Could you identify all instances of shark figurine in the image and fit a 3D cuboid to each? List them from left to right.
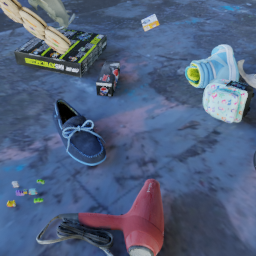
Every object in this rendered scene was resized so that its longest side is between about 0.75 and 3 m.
[{"bbox_3d":[-2.107,-3.754,8.162,1.710,2.861,1.194,34,90,28],"label":"shark figurine"}]

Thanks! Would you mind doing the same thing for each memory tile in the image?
[{"bbox_3d":[-2.836,-2.979,7.520,0.242,2.883,2.210,-56,20,-2],"label":"memory tile"}]

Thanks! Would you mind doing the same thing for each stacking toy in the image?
[{"bbox_3d":[-2.318,1.485,6.420,0.789,0.185,0.595,-4,42,-8],"label":"stacking toy"}]

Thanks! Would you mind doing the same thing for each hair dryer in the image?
[{"bbox_3d":[-0.271,1.835,5.551,2.716,0.738,2.069,-27,45,-30],"label":"hair dryer"}]

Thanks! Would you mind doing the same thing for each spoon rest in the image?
[{"bbox_3d":[4.572,-1.943,10.428,0.704,0.430,1.417,-16,56,-16],"label":"spoon rest"}]

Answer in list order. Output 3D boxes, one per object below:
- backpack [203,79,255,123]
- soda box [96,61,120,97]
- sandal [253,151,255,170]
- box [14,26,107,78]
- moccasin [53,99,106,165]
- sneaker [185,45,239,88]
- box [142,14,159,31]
[{"bbox_3d":[2.910,-0.832,8.431,0.991,1.169,1.317,-28,43,-36],"label":"backpack"},{"bbox_3d":[-0.684,-1.810,10.079,0.599,0.536,1.692,5,41,6],"label":"soda box"},{"bbox_3d":[3.849,0.693,7.117,1.118,0.671,2.978,28,32,22],"label":"sandal"},{"bbox_3d":[-2.673,-3.301,11.708,2.834,0.697,2.934,14,41,9],"label":"box"},{"bbox_3d":[-1.490,0.054,7.589,0.999,0.846,2.482,-28,47,-29],"label":"moccasin"},{"bbox_3d":[2.956,-2.351,10.338,1.736,1.058,2.659,4,39,3],"label":"sneaker"},{"bbox_3d":[0.808,-3.894,10.303,0.563,0.196,0.945,-21,33,13],"label":"box"}]
